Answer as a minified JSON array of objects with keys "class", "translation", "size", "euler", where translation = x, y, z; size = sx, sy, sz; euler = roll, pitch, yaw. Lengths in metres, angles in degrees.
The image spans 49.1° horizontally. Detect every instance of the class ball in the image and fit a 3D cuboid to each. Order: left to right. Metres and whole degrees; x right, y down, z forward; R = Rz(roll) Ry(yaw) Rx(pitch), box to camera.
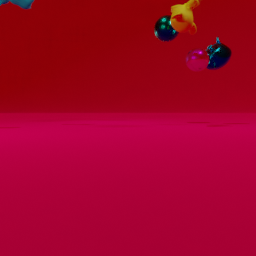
[{"class":"ball","translation":[1.509,-3.851,10.863],"size":[0.990,0.990,0.990],"euler":[0,3,0]},{"class":"ball","translation":[2.262,-2.223,9.127],"size":[0.748,0.748,0.748],"euler":[0,3,0]}]

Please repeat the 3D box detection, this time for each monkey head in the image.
[{"class":"monkey head","translation":[1.661,-3.187,7.994],"size":[0.892,0.747,1.240],"euler":[-25,-23,35]}]

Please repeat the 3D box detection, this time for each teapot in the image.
[{"class":"teapot","translation":[3.188,-2.696,10.182],"size":[0.823,1.680,1.045],"euler":[46,-37,-22]}]

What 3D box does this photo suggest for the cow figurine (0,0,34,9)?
[{"class":"cow figurine","translation":[-3.597,-4.092,8.880],"size":[1.033,0.576,1.049],"euler":[-37,-53,27]}]
